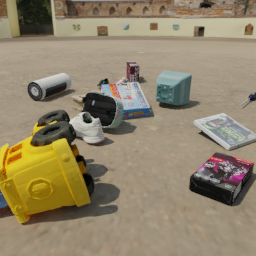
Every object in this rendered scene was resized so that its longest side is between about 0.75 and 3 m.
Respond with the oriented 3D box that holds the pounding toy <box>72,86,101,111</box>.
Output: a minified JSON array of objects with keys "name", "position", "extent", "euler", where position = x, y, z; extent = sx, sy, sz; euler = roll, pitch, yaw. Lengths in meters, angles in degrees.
[{"name":"pounding toy","position":[-1.719,-1.591,13.462],"extent":[2.007,1.152,1.148],"euler":[-12,29,-27]}]

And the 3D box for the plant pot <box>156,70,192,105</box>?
[{"name":"plant pot","position":[2.070,-1.844,13.599],"extent":[1.497,1.493,1.525],"euler":[14,27,28]}]

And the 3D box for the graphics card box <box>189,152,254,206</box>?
[{"name":"graphics card box","position":[2.509,1.262,7.426],"extent":[1.121,0.454,1.786],"euler":[17,29,35]}]

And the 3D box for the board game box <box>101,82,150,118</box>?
[{"name":"board game box","position":[-0.151,-1.259,12.569],"extent":[1.777,0.507,1.815],"euler":[-7,49,-15]}]

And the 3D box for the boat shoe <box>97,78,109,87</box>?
[{"name":"boat shoe","position":[-1.554,-2.826,17.432],"extent":[0.490,0.435,1.312],"euler":[12,25,26]}]

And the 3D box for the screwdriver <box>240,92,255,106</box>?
[{"name":"screwdriver","position":[6.061,-1.470,14.185],"extent":[2.520,0.351,0.367],"euler":[-20,57,-45]}]

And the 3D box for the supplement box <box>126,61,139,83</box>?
[{"name":"supplement box","position":[0.292,-3.781,18.834],"extent":[0.639,1.143,2.100],"euler":[-2,23,-7]}]

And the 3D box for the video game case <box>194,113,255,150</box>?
[{"name":"video game case","position":[3.546,0.074,10.166],"extent":[1.588,0.204,1.746],"euler":[-13,39,-29]}]

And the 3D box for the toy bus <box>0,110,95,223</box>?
[{"name":"toy bus","position":[-2.356,0.952,6.845],"extent":[2.617,1.850,2.726],"euler":[-21,24,-9]}]

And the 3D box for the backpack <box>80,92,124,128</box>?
[{"name":"backpack","position":[-0.906,-0.652,10.808],"extent":[1.528,1.356,1.150],"euler":[12,2,31]}]

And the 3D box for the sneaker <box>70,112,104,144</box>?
[{"name":"sneaker","position":[-1.711,-0.156,10.082],"extent":[2.145,1.068,0.803],"euler":[13,28,33]}]

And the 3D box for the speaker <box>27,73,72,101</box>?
[{"name":"speaker","position":[-4.236,-2.303,15.367],"extent":[1.035,1.035,2.549],"euler":[10,24,23]}]

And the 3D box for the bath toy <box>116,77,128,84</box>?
[{"name":"bath toy","position":[-0.383,-2.736,17.183],"extent":[0.489,0.575,1.323],"euler":[26,31,4]}]

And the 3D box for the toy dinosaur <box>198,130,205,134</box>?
[{"name":"toy dinosaur","position":[3.000,0.073,10.513],"extent":[0.841,0.324,0.430],"euler":[-1,16,-10]}]
